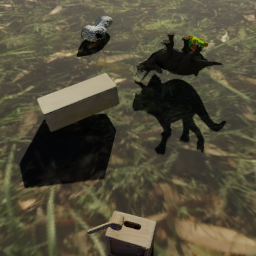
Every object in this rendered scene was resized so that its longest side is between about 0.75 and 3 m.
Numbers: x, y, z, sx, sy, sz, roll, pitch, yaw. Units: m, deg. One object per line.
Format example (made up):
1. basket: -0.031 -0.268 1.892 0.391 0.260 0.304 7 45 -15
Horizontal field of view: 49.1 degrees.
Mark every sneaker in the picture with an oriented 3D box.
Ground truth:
1. sneaker: -1.260 -4.419 12.723 0.837 0.716 1.921 32 58 15

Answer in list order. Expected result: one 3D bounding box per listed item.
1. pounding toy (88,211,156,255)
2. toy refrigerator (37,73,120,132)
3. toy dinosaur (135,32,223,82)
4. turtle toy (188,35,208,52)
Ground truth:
1. pounding toy: -0.101 1.917 5.357 1.209 1.376 0.630 12 44 12
2. toy refrigerator: -1.467 -0.780 8.512 2.259 0.790 0.857 -24 47 -14
3. toy dinosaur: 1.792 -2.458 10.043 2.953 1.510 1.137 7 44 1
4. turtle toy: 2.799 -3.542 11.762 0.775 0.538 1.064 7 35 -28
